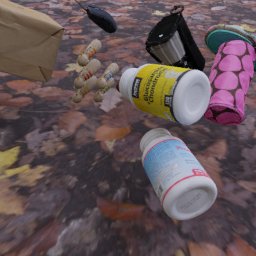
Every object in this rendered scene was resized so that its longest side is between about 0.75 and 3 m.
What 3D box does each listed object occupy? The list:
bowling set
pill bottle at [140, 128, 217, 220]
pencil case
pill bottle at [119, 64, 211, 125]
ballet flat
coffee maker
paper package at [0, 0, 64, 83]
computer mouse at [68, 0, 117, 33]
[{"bbox_3d":[-0.610,-1.027,6.329,1.153,1.656,0.889,29,61,8],"label":"bowling set"},{"bbox_3d":[0.776,0.715,4.942,0.887,0.887,1.631,-10,36,-13],"label":"pill bottle"},{"bbox_3d":[2.270,-0.965,6.108,0.928,0.958,2.045,-10,46,48],"label":"pencil case"},{"bbox_3d":[0.608,-0.700,5.288,0.946,0.946,1.689,-27,31,-32],"label":"pill bottle"},{"bbox_3d":[3.172,-2.128,7.413,2.712,0.937,0.965,20,57,-14],"label":"ballet flat"},{"bbox_3d":[1.524,-2.301,8.062,1.648,1.716,1.156,-48,37,-9],"label":"coffee maker"},{"bbox_3d":[-3.340,-2.550,7.362,2.721,1.477,2.855,10,22,-30],"label":"paper package"},{"bbox_3d":[-0.910,-2.691,6.032,1.816,0.309,0.532,29,38,-35],"label":"computer mouse"}]
